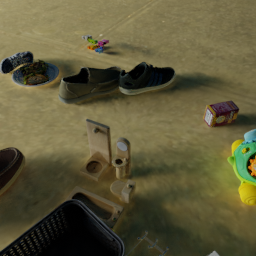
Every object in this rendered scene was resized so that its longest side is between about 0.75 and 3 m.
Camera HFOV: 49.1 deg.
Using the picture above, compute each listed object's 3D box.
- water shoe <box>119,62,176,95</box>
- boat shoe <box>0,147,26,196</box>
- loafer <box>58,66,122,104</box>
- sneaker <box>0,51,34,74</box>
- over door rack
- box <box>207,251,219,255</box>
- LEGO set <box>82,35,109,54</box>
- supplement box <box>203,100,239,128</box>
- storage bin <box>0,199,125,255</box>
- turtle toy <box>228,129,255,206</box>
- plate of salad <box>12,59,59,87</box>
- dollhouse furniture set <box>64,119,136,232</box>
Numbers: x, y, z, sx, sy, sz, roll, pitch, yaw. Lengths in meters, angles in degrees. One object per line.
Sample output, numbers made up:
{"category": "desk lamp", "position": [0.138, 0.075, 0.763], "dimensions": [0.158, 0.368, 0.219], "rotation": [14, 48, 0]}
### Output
{"category": "water shoe", "position": [0.766, -1.854, 9.788], "dimensions": [2.320, 0.916, 0.829], "rotation": [-24, 48, -24]}
{"category": "boat shoe", "position": [-3.693, 1.220, 6.348], "dimensions": [1.041, 1.039, 2.887], "rotation": [32, 51, 30]}
{"category": "loafer", "position": [-1.179, -1.624, 9.558], "dimensions": [2.549, 0.888, 0.959], "rotation": [-28, 49, -27]}
{"category": "sneaker", "position": [-4.217, -2.534, 10.734], "dimensions": [0.789, 0.509, 1.453], "rotation": [1, 38, 22]}
{"category": "over door rack", "position": [0.352, 2.490, 5.546], "dimensions": [0.595, 0.268, 0.806], "rotation": [30, 50, 30]}
{"category": "box", "position": [1.289, 2.701, 4.944], "dimensions": [0.864, 0.763, 0.418], "rotation": [-23, 47, -24]}
{"category": "LEGO set", "position": [-1.291, -3.595, 11.995], "dimensions": [0.605, 0.562, 1.474], "rotation": [-29, 44, -32]}
{"category": "supplement box", "position": [2.813, -0.423, 8.494], "dimensions": [0.876, 0.574, 0.452], "rotation": [-12, 45, -12]}
{"category": "storage bin", "position": [-1.293, 2.602, 4.829], "dimensions": [1.564, 1.085, 2.313], "rotation": [33, 51, 31]}
{"category": "turtle toy", "position": [3.692, 0.812, 6.590], "dimensions": [2.589, 1.309, 1.887], "rotation": [5, 43, 5]}
{"category": "plate of salad", "position": [-3.451, -2.082, 10.417], "dimensions": [1.727, 0.415, 1.727], "rotation": [-1, 43, 1]}
{"category": "dollhouse furniture set", "position": [-0.643, 1.021, 6.316], "dimensions": [1.607, 1.377, 1.690], "rotation": [19, 46, 20]}
